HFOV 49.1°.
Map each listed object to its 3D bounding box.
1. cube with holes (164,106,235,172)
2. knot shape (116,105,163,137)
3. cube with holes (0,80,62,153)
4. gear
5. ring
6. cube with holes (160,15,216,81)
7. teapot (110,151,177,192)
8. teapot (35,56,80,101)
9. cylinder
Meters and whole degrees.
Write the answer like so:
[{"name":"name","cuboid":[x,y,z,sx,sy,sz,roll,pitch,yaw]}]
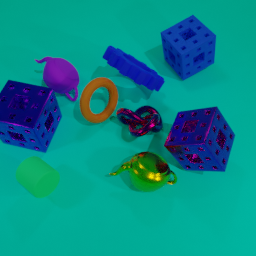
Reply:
[{"name":"cube with holes","cuboid":[1.943,0.327,7.519,1.199,1.199,1.199,-6,47,45]},{"name":"knot shape","cuboid":[0.307,-0.253,8.402,1.396,0.689,1.492,13,20,16]},{"name":"cube with holes","cuboid":[-2.952,-0.325,8.212,1.387,1.387,1.387,12,58,7]},{"name":"gear","cuboid":[0.196,-1.885,8.839,2.058,0.381,2.058,29,19,-11]},{"name":"ring","cuboid":[-0.862,-0.832,8.535,0.287,1.433,1.433,25,58,38]},{"name":"cube with holes","cuboid":[2.072,-2.754,9.658,1.296,1.296,1.296,-30,58,-4]},{"name":"teapot","cuboid":[0.466,1.218,7.517,1.865,0.913,1.159,12,33,-11]},{"name":"teapot","cuboid":[-2.323,-1.723,9.302,1.994,0.976,1.240,50,27,1]},{"name":"cylinder","cuboid":[-2.324,1.258,7.231,0.805,0.805,0.805,29,61,29]}]
